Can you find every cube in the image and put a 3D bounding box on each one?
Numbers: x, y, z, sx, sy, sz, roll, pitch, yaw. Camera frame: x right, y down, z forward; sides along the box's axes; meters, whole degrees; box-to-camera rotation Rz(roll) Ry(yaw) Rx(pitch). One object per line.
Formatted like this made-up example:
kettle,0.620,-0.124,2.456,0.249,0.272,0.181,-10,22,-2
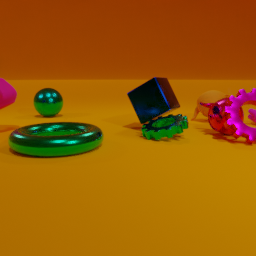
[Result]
cube,0.771,-0.814,8.235,1.006,1.006,1.006,-27,-5,28

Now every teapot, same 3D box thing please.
teapot,2.514,-0.335,7.507,0.791,1.004,1.615,-5,33,-17
teapot,-3.777,-0.963,7.785,1.217,0.958,1.957,-31,12,-28
teapot,2.833,-0.733,9.559,1.630,0.798,1.014,-25,-45,36

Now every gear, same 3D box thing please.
gear,0.953,-0.045,7.263,1.206,0.223,1.206,-15,17,5
gear,2.953,-0.291,6.650,1.331,1.331,0.246,0,-19,3

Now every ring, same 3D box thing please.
ring,-1.596,0.206,6.353,2.090,0.418,2.090,0,11,0

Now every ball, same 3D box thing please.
ball,-3.041,-0.981,10.721,1.116,1.116,1.116,0,11,0

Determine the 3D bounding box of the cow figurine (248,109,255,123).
cow figurine,4.538,-0.399,8.921,1.068,0.586,1.051,-30,46,-11
